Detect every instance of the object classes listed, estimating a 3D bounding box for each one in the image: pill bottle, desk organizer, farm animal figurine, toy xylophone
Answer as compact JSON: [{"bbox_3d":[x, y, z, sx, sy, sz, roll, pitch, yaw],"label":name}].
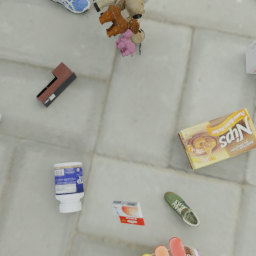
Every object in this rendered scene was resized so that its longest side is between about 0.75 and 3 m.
[{"bbox_3d":[-1.770,1.769,8.449,0.852,0.852,1.423,-5,83,-1],"label":"pill bottle"},{"bbox_3d":[-2.390,-1.406,9.105,0.552,0.514,1.435,42,83,8],"label":"desk organizer"},{"bbox_3d":[-0.157,-3.540,8.119,1.410,2.705,2.675,-28,95,10],"label":"farm animal figurine"},{"bbox_3d":[0.856,4.572,8.068,2.982,0.749,2.183,-24,83,-3],"label":"toy xylophone"}]

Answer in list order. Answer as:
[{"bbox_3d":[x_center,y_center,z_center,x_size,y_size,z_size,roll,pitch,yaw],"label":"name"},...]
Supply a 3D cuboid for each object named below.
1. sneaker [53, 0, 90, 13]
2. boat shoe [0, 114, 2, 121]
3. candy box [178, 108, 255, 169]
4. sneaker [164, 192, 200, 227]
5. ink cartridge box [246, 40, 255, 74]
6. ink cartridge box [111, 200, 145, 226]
[{"bbox_3d":[-2.048,-4.437,9.505,1.610,0.620,0.609,24,80,2],"label":"sneaker"},{"bbox_3d":[-4.921,-0.633,8.987,1.743,0.493,0.598,22,82,3],"label":"boat shoe"},{"bbox_3d":[2.847,0.350,8.777,2.196,0.607,1.268,-19,82,-3],"label":"candy box"},{"bbox_3d":[1.670,2.458,8.463,0.450,0.603,1.342,-44,84,-6],"label":"sneaker"},{"bbox_3d":[4.977,-2.281,8.721,2.059,1.508,0.884,2,81,0],"label":"ink cartridge box"},{"bbox_3d":[0.000,2.300,7.377,0.745,0.230,0.919,-1,120,22],"label":"ink cartridge box"}]
